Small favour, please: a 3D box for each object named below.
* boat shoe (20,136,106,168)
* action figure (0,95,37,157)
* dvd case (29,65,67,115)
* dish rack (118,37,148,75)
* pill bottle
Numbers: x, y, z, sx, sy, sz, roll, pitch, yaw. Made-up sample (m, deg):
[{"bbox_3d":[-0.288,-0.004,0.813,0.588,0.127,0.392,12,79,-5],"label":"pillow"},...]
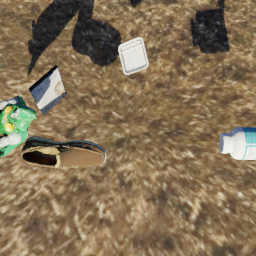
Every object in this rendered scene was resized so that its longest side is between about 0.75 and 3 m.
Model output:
[{"bbox_3d":[-1.485,0.682,6.429,1.940,0.717,0.718,4,23,0],"label":"boat shoe"},{"bbox_3d":[-2.868,0.004,6.019,2.886,0.789,1.705,-17,77,37],"label":"action figure"},{"bbox_3d":[-2.000,-0.931,7.147,0.110,1.255,0.895,37,69,15],"label":"dvd case"},{"bbox_3d":[0.176,-2.005,7.893,0.787,0.200,0.917,-15,83,24],"label":"dish rack"},{"bbox_3d":[2.903,0.359,6.576,1.392,0.771,0.771,1,62,4],"label":"pill bottle"}]
